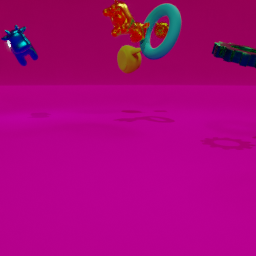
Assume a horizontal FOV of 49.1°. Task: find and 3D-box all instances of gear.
[{"bbox_3d":[2.269,-1.415,5.437,1.218,0.225,1.218,8,26,-4],"label":"gear"}]

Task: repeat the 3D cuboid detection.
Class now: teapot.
[{"bbox_3d":[1.423,-3.959,11.390,0.676,1.087,0.532,-43,7,10],"label":"teapot"},{"bbox_3d":[0.149,-2.966,11.968,0.922,1.170,1.882,-12,-11,-26],"label":"teapot"}]

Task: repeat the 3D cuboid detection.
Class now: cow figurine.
[{"bbox_3d":[-4.027,-3.146,10.316,0.954,1.710,1.738,-33,54,-12],"label":"cow figurine"},{"bbox_3d":[-0.006,-3.332,8.762,0.780,1.420,1.397,-7,26,43],"label":"cow figurine"}]

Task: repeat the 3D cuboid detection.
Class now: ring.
[{"bbox_3d":[0.990,-3.054,8.934,0.354,1.770,1.770,10,2,-36],"label":"ring"}]
